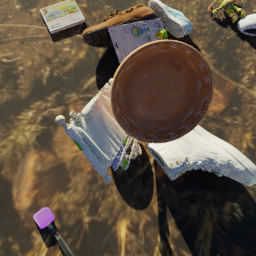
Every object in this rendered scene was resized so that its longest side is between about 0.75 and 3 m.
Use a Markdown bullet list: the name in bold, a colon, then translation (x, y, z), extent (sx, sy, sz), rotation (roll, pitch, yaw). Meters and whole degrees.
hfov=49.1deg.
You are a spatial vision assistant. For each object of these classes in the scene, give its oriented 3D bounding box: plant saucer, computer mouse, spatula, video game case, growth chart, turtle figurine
- **plant saucer**: translation (0.774, -0.805, 6.525), extent (2.433, 2.433, 0.455), rotation (-12, 26, -6)
- **computer mouse**: translation (5.030, -3.571, 9.799), extent (2.254, 0.494, 1.236), rotation (9, 67, 4)
- **spatula**: translation (-1.808, 2.693, 7.066), extent (0.452, 0.164, 1.600), rotation (-38, 70, -16)
- **video game case**: translation (-2.396, -4.107, 10.243), extent (1.334, 0.153, 1.214), rotation (-24, 67, -10)
- **growth chart**: translation (-0.337, -0.017, 6.728), extent (2.060, 0.252, 2.846), rotation (58, 33, -15)
- **turtle figurine**: translation (3.746, -4.445, 10.230), extent (1.391, 0.448, 1.121), rotation (-30, 69, -13)

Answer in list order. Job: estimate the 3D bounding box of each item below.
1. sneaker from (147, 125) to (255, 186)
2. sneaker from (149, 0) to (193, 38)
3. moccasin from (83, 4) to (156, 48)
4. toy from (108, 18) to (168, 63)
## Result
- **sneaker**: translation (1.867, 0.969, 7.465), extent (2.852, 1.051, 1.648), rotation (36, 72, 25)
- **sneaker**: translation (1.524, -3.925, 9.948), extent (0.769, 0.694, 1.878), rotation (-30, 72, -30)
- **moccasin**: translation (-0.350, -3.554, 9.528), extent (2.672, 0.977, 1.032), rotation (-31, 66, -12)
- **toy**: translation (0.381, -2.901, 9.412), extent (2.041, 0.482, 1.175), rotation (-20, 92, -20)
